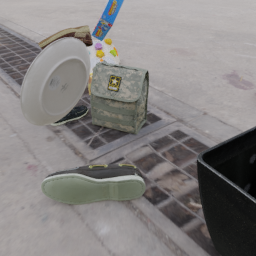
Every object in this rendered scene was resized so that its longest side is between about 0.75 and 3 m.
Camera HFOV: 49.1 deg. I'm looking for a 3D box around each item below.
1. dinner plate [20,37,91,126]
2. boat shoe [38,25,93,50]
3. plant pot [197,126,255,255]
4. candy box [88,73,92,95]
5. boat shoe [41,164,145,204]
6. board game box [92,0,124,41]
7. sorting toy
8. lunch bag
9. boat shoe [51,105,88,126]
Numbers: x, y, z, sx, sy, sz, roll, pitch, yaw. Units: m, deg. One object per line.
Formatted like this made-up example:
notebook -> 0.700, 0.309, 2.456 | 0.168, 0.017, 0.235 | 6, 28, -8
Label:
dinner plate -> -1.686, -1.082, 7.172 | 0.298, 2.462, 2.462 | 30, 42, 20
boat shoe -> -1.721, -2.491, 8.295 | 0.750, 0.749, 2.080 | -13, 18, 32
plant pot -> 3.178, 1.755, 5.393 | 2.907, 2.585, 2.914 | -20, 39, -27
candy box -> -0.724, -2.110, 13.118 | 2.210, 0.611, 1.275 | -2, 34, -4
boat shoe -> -0.906, 1.426, 7.488 | 2.662, 0.949, 0.802 | 2, 29, -9
board game box -> -0.623, -4.151, 9.912 | 0.468, 1.674, 1.639 | 25, -10, -16
sorting toy -> -1.495, -3.681, 15.307 | 2.514, 1.343, 2.263 | -8, 53, -12
lunch bag -> -0.297, -1.158, 10.091 | 1.920, 2.341, 1.377 | 13, 35, 18
boat shoe -> -2.296, -0.650, 10.937 | 1.693, 0.561, 0.633 | -23, 39, -30
